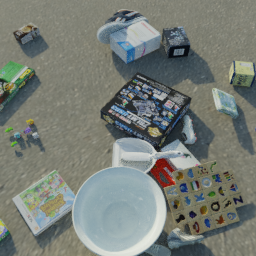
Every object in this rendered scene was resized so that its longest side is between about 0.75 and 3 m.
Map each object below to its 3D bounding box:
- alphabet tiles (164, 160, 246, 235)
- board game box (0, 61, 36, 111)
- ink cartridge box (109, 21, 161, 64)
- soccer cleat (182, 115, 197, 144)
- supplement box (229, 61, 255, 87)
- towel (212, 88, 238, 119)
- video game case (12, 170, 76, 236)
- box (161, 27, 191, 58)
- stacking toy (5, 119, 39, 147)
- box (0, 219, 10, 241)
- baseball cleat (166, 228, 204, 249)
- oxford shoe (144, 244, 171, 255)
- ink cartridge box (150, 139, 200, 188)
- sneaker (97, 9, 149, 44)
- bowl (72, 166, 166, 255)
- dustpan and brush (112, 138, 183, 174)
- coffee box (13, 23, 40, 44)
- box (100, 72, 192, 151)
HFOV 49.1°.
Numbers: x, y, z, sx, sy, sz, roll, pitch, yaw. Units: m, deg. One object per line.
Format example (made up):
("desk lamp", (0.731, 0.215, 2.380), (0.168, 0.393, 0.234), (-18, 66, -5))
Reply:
("alphabet tiles", (2.550, 2.263, 9.282), (2.510, 0.079, 2.088), (-13, 72, -10))
("board game box", (-5.467, -1.862, 12.359), (1.411, 0.316, 2.693), (21, 58, 17))
("ink cartridge box", (0.355, -4.218, 13.642), (2.053, 0.869, 1.484), (-30, 60, -18))
("soccer cleat", (2.312, 0.040, 10.955), (0.494, 0.441, 1.273), (-7, 58, -2))
("supplement box", (5.080, -2.424, 12.460), (0.952, 0.639, 0.953), (9, 49, 9))
("towel", (3.992, -1.027, 11.478), (1.040, 0.293, 1.216), (21, 48, -24))
("video game case", (-2.745, 2.449, 9.401), (1.705, 0.188, 1.552), (-34, 62, -22))
("box", (2.321, -4.192, 13.699), (1.043, 0.752, 1.405), (-8, 55, -6))
("stacking toy", (-4.127, 0.204, 10.953), (1.138, 0.267, 0.858), (-25, 57, -14))
("box", (-4.345, 3.111, 8.899), (1.107, 0.268, 0.649), (38, 63, 25))
("baseball cleat", (1.758, 3.345, 8.651), (1.138, 0.397, 0.606), (-10, 56, -8))
("oxford shoe", (0.801, 3.672, 8.489), (1.017, 0.294, 0.382), (16, 54, 9))
("ink cartridge box", (1.715, 1.441, 9.990), (1.539, 0.386, 1.774), (-28, 59, -19))
("sneaker", (-0.464, -5.143, 14.137), (2.984, 1.170, 1.185), (-25, 63, -29))
("bowl", (-0.255, 2.658, 8.605), (2.749, 1.236, 2.749), (1, 55, -1))
("dustpan and brush", (0.669, 1.059, 9.991), (2.528, 0.723, 1.764), (0, 56, 2))
("coffee box", (-5.176, -4.845, 14.337), (0.643, 0.454, 1.138), (36, 62, 22))
("box", (0.743, -0.793, 11.375), (2.738, 0.680, 2.718), (29, 60, 19))
